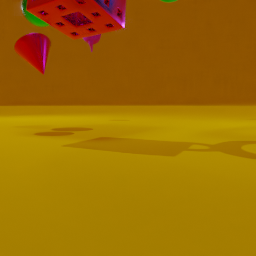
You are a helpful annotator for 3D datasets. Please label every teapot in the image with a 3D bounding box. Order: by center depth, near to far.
[{"bbox_3d":[-1.634,-4.143,12.727,0.877,1.411,0.691,-1,-24,5],"label":"teapot"}]

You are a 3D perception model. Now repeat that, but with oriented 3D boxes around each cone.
[{"bbox_3d":[-2.195,-1.662,6.843,0.893,0.896,0.893,-22,-18,-8],"label":"cone"}]

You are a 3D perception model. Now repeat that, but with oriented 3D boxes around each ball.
[{"bbox_3d":[-2.665,-3.650,8.530,1.087,1.087,1.087,0,5,0],"label":"ball"}]

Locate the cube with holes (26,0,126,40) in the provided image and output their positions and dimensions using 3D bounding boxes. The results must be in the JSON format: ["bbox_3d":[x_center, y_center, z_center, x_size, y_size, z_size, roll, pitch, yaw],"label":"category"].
[{"bbox_3d":[-0.944,-2.768,5.538,1.348,1.348,1.348,-1,-9,30],"label":"cube with holes"}]

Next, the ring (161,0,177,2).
[{"bbox_3d":[0.936,-3.380,5.236,0.383,1.914,1.914,28,19,28],"label":"ring"}]
